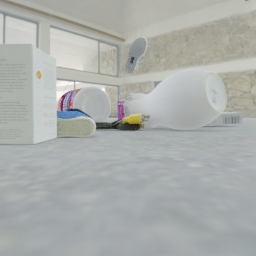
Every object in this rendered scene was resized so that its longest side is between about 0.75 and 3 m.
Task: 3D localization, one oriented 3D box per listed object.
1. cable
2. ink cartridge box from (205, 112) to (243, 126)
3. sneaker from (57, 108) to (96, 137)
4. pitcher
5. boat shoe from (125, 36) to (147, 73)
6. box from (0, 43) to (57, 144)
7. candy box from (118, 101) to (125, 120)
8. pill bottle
[{"bbox_3d":[-0.333,-0.181,8.153,1.955,0.492,0.949,1,0,2],"label":"cable"},{"bbox_3d":[2.960,-0.368,11.587,2.436,0.537,2.481,-3,3,-8],"label":"ink cartridge box"},{"bbox_3d":[-1.393,-0.120,5.712,1.468,0.563,0.817,4,8,-7],"label":"sneaker"},{"bbox_3d":[1.661,-0.653,8.686,2.426,1.714,2.828,18,-21,-40],"label":"pitcher"},{"bbox_3d":[0.401,-3.015,11.450,0.628,1.745,0.573,31,46,9],"label":"boat shoe"},{"bbox_3d":[-1.721,-0.517,4.609,0.784,1.475,1.123,0,3,4],"label":"box"},{"bbox_3d":[0.266,-0.743,13.541,1.675,1.142,0.511,1,4,39],"label":"candy box"},{"bbox_3d":[-1.938,-0.826,11.249,1.496,1.496,2.685,-2,3,-33],"label":"pill bottle"}]
